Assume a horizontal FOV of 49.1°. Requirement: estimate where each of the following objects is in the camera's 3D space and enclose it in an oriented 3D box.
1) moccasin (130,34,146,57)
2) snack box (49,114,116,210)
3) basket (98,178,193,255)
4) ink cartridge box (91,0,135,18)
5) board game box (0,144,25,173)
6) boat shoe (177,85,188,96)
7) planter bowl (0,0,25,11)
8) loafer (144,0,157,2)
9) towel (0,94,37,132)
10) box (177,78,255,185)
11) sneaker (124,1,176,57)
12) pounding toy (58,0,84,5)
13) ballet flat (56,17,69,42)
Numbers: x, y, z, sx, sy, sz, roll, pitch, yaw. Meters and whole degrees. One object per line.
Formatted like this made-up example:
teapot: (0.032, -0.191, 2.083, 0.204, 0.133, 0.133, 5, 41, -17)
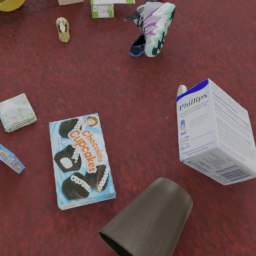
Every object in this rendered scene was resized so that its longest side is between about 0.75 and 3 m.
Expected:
moccasin: (0.706, -3.467, 11.098, 0.659, 0.559, 1.638, 29, 63, 16)
snack box: (-1.425, 0.921, 8.467, 1.592, 0.508, 2.740, -12, 60, -7)
basket: (0.627, 2.413, 7.092, 1.875, 1.414, 2.080, 31, 60, 25)
ink cartridge box: (-0.683, -5.573, 12.302, 1.855, 0.703, 1.371, -3, 58, -3)
board game box: (-3.583, 0.858, 8.281, 0.883, 0.902, 0.252, 31, 64, 18)
boat shoe: (2.048, -0.648, 9.444, 0.606, 0.616, 1.709, 0, 69, -10)
planter bowl: (-5.270, -5.973, 12.088, 2.812, 1.171, 2.812, -4, 71, 13)
loafer: (1.374, -6.173, 12.824, 0.514, 0.587, 1.635, 37, 71, -1)
towel: (-3.794, -0.519, 9.480, 1.065, 0.299, 1.244, -25, 62, -18)
box: (2.425, 0.150, 7.679, 2.005, 1.144, 2.180, 29, 49, -32)
sneaker: (0.612, -3.823, 10.572, 1.755, 0.975, 2.509, 18, 62, 11)
pounding toy: (-2.557, -6.590, 11.810, 1.332, 2.558, 2.912, -14, 60, -9)
ballet flat: (-2.692, -4.225, 11.606, 0.525, 0.482, 1.529, -14, 60, -9)
